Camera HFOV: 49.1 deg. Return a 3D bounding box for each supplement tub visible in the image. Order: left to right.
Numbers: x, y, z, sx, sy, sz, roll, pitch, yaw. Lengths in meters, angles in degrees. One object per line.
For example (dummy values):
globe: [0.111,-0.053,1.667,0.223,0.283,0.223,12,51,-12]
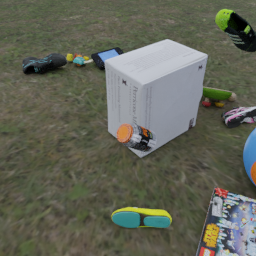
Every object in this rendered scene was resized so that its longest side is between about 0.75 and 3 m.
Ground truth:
supplement tub: [0.194,0.210,6.301,0.883,0.541,0.541,20,19,-45]

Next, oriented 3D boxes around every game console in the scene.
game console: [-0.730,-3.822,14.650,1.876,1.092,1.650,-24,66,-28]

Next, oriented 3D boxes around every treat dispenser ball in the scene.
treat dispenser ball: [4.510,0.843,7.795,2.417,2.417,2.417,0,38,0]

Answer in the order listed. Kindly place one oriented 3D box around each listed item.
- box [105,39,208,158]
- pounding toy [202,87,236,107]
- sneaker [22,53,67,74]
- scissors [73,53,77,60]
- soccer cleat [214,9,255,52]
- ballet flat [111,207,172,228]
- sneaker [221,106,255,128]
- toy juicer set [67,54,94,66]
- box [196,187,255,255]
box: [0.933,-1.106,9.781,2.960,2.945,1.935,-27,46,-30]
pounding toy: [3.748,-1.246,11.917,1.308,0.786,1.694,17,11,37]
sneaker: [-4.232,-3.164,14.263,2.313,0.872,0.917,-8,49,3]
scissors: [-2.997,-4.030,15.765,0.081,0.428,1.170,24,12,-17]
soccer cleat: [4.011,-3.323,9.807,2.300,0.776,0.932,26,11,-26]
ballet flat: [0.360,2.351,7.455,1.580,0.528,0.530,4,17,1]
sneaker: [4.461,-0.609,10.993,1.740,0.699,0.751,-12,39,-17]
toy juicer set: [-2.445,-3.563,15.020,1.660,0.452,1.056,28,28,35]
box: [2.699,2.678,6.975,1.609,0.469,2.350,15,41,19]
